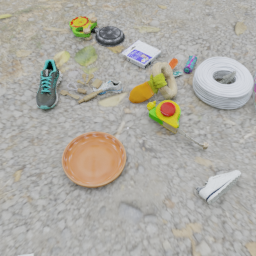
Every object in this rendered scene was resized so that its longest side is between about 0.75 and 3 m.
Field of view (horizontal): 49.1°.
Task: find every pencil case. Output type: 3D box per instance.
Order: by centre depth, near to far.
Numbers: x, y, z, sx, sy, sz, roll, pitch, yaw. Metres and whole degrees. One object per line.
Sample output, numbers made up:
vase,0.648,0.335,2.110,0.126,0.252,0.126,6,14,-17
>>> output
pencil case,2.984,-3.054,13.396,0.431,0.468,1.013,20,55,13

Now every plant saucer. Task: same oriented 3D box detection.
plant saucer,-1.209,1.148,10.137,2.294,0.429,2.294,0,53,0

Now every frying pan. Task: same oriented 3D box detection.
frying pan,-1.287,-5.287,15.223,1.635,0.440,2.703,-32,62,-23

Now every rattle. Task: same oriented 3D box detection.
rattle,1.335,-2.082,12.658,1.693,1.858,2.601,35,38,-15

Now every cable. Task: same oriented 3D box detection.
cable,4.180,-2.015,12.298,2.600,0.900,2.600,31,58,22

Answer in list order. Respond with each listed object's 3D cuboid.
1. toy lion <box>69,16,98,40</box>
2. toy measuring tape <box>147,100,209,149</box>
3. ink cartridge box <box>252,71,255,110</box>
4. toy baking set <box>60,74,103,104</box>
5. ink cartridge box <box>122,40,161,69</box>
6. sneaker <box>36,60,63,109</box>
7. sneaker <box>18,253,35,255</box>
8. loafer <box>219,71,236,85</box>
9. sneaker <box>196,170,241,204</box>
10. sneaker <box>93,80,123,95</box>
toy lion,-2.530,-5.568,15.338,1.580,0.566,1.648,10,55,14
toy measuring tape,2.021,-0.304,10.926,2.892,1.064,1.064,33,59,18
ink cartridge box,5.782,-1.395,11.568,0.743,1.301,2.506,4,52,3
toy baking set,-2.018,-1.712,12.442,1.854,0.216,1.423,-33,59,-8
ink cartridge box,0.672,-3.691,13.980,1.460,0.317,1.446,34,59,21
sneaker,-3.510,-1.959,12.095,0.991,1.166,2.555,-2,53,-1
sneaker,-2.849,4.054,7.901,0.577,0.368,0.999,-10,51,-4
loafer,4.291,-2.142,12.137,0.343,0.982,0.343,39,46,2
sneaker,3.118,1.845,9.502,1.692,0.647,0.681,-28,48,-22
sneaker,-0.905,-1.871,12.402,1.365,0.592,0.512,-7,54,-4
